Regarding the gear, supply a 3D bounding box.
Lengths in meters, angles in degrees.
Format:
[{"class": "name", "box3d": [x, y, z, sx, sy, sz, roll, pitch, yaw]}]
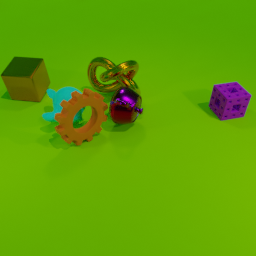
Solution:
[{"class": "gear", "box3d": [-1.229, -0.281, 7.579, 1.544, 1.544, 0.286, -28, 45, -33]}]

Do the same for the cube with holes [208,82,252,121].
[{"class": "cube with holes", "box3d": [3.224, -0.864, 8.946, 0.835, 0.835, 0.835, -9, 42, -13]}]

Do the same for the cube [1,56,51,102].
[{"class": "cube", "box3d": [-3.504, -1.697, 9.738, 1.097, 1.097, 1.097, 6, 49, 8]}]

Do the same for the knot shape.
[{"class": "knot shape", "box3d": [-0.527, -1.747, 9.570, 1.910, 2.041, 0.943, 11, 78, 18]}]

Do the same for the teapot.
[{"class": "teapot", "box3d": [0.024, -0.608, 8.244, 0.904, 1.148, 1.847, 18, 1, 15]}]

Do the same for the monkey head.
[{"class": "monkey head", "box3d": [-1.904, -0.687, 8.296, 1.779, 1.072, 1.280, 13, 13, 31]}]
